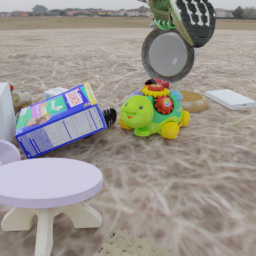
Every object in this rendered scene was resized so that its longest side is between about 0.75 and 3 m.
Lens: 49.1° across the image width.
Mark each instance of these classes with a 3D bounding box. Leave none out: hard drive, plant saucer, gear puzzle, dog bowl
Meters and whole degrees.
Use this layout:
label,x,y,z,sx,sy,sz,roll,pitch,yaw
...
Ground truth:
label,x,y,z,sx,sy,sz,roll,pitch,yaw
hard drive,4.031,-1.148,11.069,1.148,0.229,1.741,-7,25,-16
plant saucer,2.128,-1.076,10.752,1.979,0.350,1.979,0,24,0
gear puzzle,0.278,1.993,4.064,1.477,0.193,0.765,15,26,25
dog bowl,1.283,-2.234,8.587,1.764,1.764,0.517,15,25,30

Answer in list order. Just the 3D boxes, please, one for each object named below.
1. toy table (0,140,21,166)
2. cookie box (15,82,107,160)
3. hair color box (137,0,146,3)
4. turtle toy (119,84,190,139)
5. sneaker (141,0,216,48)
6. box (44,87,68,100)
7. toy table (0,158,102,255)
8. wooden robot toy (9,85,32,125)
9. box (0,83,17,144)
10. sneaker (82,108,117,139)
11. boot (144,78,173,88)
label,x,y,z,sx,sy,sz,roll,pitch,yaw
toy table,-2.979,0.816,5.311,1.614,1.484,0.945,-28,11,-1
cookie box,-1.810,-0.284,7.603,2.140,0.804,1.830,-22,29,-5
hair color box,0.547,-4.641,9.644,0.958,0.524,0.310,13,54,-11
turtle toy,0.683,-0.538,8.301,1.923,1.334,2.639,13,27,26
sneaker,1.056,-2.750,6.681,1.123,1.294,2.921,-1,55,-25
box,-2.107,-0.832,9.624,1.435,0.807,0.727,16,28,32
toy table,-1.330,1.225,4.673,1.812,1.061,1.666,4,24,8
wooden robot toy,-3.693,-0.874,9.497,2.729,1.202,1.238,14,17,28
box,-4.079,-0.276,7.506,1.738,1.496,1.746,-6,25,-13
sneaker,-1.172,-0.265,8.597,0.980,0.642,1.697,14,28,35
boot,1.242,-2.313,13.293,1.205,0.605,1.670,-8,28,-14
